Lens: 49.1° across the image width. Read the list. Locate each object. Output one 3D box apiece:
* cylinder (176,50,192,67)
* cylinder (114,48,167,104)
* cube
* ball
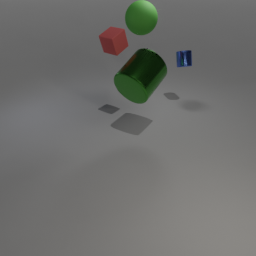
[{"bbox_3d":[2.565,-3.150,12.785,0.700,0.700,0.700,-5,10,1],"label":"cylinder"},{"bbox_3d":[0.445,-1.815,9.854,1.400,1.400,1.400,21,61,33],"label":"cylinder"},{"bbox_3d":[-0.516,-3.171,10.207,0.700,0.700,0.700,24,58,34],"label":"cube"},{"bbox_3d":[0.569,-4.703,11.987,1.400,1.400,1.400,0,29,0],"label":"ball"}]
